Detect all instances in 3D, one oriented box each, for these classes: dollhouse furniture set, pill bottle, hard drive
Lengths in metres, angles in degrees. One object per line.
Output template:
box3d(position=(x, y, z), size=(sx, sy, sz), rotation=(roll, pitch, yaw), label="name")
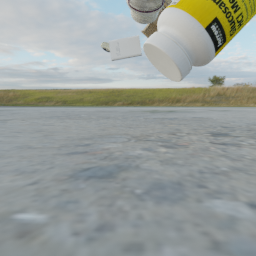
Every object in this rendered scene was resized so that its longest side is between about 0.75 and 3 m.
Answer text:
box3d(position=(1.449, -3.741, 10.596), size=(2.006, 1.148, 2.352), rotation=(36, 10, -21), label="dollhouse furniture set")
box3d(position=(0.484, -3.708, 7.347), size=(1.120, 1.120, 1.994), rotation=(0, -17, 0), label="pill bottle")
box3d(position=(-0.112, -3.378, 11.849), size=(1.310, 0.864, 0.166), rotation=(-9, -4, 7), label="hard drive")
box3d(position=(1.777, -2.540, 6.605), size=(1.636, 2.910, 1.636), rotation=(43, -5, 4), label="pill bottle")

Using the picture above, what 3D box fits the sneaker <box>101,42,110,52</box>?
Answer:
box3d(position=(-0.731, -3.578, 12.669), size=(1.053, 0.395, 0.445), rotation=(28, -10, 28), label="sneaker")
